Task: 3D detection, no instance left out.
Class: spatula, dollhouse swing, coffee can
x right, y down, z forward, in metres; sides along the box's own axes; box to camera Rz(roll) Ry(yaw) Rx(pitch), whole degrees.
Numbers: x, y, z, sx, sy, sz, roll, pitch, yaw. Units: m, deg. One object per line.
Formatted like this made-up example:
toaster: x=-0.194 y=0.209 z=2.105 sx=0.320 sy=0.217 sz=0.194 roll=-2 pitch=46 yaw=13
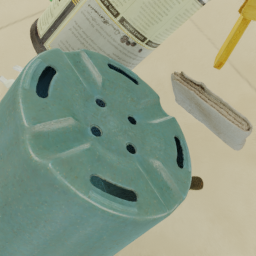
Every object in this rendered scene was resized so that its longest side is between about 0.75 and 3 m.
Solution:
spatula: x=-2.342 y=-0.882 z=5.244 sx=1.107 sy=0.128 sz=1.592 roll=-41 pitch=32 yaw=-16
dollhouse swing: x=2.718 y=-1.858 z=5.416 sx=1.667 sy=1.613 sz=1.835 roll=15 pitch=26 yaw=12
coffee can: x=-0.167 y=-1.969 z=4.729 sx=2.503 sy=1.832 sz=1.832 roll=-37 pitch=64 yaw=28

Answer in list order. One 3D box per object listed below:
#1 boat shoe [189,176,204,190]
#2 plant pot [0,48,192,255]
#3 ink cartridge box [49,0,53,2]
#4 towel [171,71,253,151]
boat shoe: x=0.832 y=0.895 z=4.587 sx=0.795 sy=0.268 sz=0.286 roll=11 pitch=67 yaw=-16
plant pot: x=-0.865 y=0.681 z=3.664 sx=2.822 sy=2.764 sz=2.822 roll=26 pitch=42 yaw=-26
ink cartridge box: x=-1.730 y=-3.690 z=5.523 sx=1.950 sy=0.820 sz=1.423 roll=38 pitch=60 yaw=-15
towel: x=1.324 y=-0.286 z=4.596 sx=0.264 sy=1.016 sz=1.534 roll=-44 pitch=66 yaw=-4
